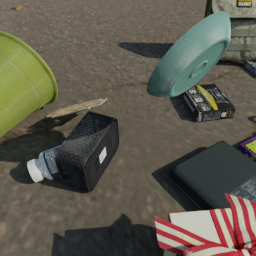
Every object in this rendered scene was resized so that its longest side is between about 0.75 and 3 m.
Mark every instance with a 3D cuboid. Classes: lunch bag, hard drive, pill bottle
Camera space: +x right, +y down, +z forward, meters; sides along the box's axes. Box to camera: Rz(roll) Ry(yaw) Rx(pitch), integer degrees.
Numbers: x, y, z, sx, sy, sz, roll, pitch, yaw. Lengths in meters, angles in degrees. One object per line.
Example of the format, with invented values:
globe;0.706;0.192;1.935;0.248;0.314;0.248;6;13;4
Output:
lunch bag;4.141;-4.152;10.615;2.380;2.901;1.706;2;35;5
hard drive;2.413;1.387;6.039;1.816;0.428;2.602;-23;44;-26
pill bottle;-1.682;0.802;6.515;1.149;0.687;0.687;-22;43;-8

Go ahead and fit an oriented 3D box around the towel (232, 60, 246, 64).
towel;4.319;-3.069;11.774;1.371;0.210;1.022;17;40;23

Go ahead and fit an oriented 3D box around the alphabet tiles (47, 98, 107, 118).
alphabet tiles;-1.379;-0.561;7.679;1.551;0.049;1.291;-12;15;14

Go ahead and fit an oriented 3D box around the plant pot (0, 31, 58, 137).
plant pot;-3.645;-0.788;7.469;2.573;2.573;2.443;17;55;20

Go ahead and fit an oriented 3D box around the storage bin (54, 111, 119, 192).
storage bin;-0.870;0.511;6.487;0.753;1.086;1.606;15;47;17

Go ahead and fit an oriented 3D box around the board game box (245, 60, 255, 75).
board game box;5.232;-2.195;10.613;0.933;0.238;1.377;-9;40;-11

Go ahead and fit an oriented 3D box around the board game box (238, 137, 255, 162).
board game box;3.879;0.855;6.839;1.199;0.323;1.997;-23;44;-20

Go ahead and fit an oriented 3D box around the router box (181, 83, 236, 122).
router box;2.466;-0.823;8.798;1.170;0.389;1.489;-7;40;-8

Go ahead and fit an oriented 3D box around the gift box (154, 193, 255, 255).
gift box;1.332;2.101;4.062;1.796;1.817;1.946;-6;41;-8

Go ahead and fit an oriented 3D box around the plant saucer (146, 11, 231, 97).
plant saucer;1.054;-1.042;4.535;1.725;1.725;0.310;-30;72;-32
